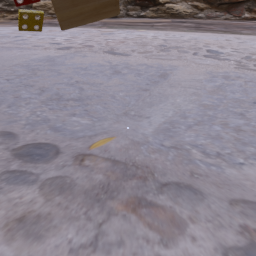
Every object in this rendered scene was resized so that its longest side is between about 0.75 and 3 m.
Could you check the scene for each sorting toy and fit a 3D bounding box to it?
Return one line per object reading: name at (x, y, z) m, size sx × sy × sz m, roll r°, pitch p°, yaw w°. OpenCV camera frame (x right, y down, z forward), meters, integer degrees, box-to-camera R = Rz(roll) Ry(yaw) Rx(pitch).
sorting toy at (-0.806, -2.235, 4.567) m, size 2.276 × 1.097 × 0.385 m, roll -19°, pitch 65°, yaw -6°
